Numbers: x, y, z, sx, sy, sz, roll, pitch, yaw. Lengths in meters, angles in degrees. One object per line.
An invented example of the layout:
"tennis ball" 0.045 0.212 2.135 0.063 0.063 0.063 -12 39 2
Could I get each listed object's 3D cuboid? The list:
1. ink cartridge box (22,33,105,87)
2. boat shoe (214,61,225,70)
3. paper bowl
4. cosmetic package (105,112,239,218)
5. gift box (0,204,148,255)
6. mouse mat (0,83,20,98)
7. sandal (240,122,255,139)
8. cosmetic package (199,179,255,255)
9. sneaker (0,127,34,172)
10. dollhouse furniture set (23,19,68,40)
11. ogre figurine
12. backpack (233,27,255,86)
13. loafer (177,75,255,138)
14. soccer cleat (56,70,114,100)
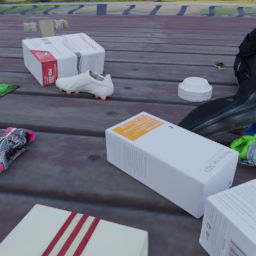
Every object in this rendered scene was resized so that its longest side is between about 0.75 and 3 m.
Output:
"ink cartridge box" -2.466 -2.711 10.847 2.586 1.072 1.898 -19 47 -31
"boat shoe" 3.974 -2.735 12.056 0.311 0.276 0.850 -4 29 -8
"paper bowl" 2.194 -1.302 9.146 1.078 0.561 1.078 -1 27 0
"cosmetic package" 0.739 0.558 5.398 2.293 0.817 1.163 26 40 38
"gift box" -0.538 1.770 2.505 1.664 1.535 1.553 4 27 20
"mouse mat" -4.618 -1.253 9.589 1.206 0.056 1.499 8 29 15
"sandal" 3.496 -0.115 6.626 2.088 0.909 0.830 -20 32 -35
"cosmetic package" 1.722 1.393 3.818 1.092 0.914 0.908 -13 30 -23
"sneaker" -2.471 0.390 6.002 0.559 0.603 1.496 1 28 -2
"dollhouse furniture set" -3.281 -3.534 11.824 1.666 1.901 1.263 -16 33 -26
"ogre figurine" 3.597 0.359 5.330 2.756 1.352 1.652 8 15 -10
"backpack" 4.573 -2.278 9.395 2.290 2.430 2.979 7 22 -5
"loafer" 2.312 -0.204 6.218 2.784 1.006 1.013 -28 19 16
"soccer cleat" -1.449 -1.540 9.268 2.197 0.852 0.761 13 31 23
